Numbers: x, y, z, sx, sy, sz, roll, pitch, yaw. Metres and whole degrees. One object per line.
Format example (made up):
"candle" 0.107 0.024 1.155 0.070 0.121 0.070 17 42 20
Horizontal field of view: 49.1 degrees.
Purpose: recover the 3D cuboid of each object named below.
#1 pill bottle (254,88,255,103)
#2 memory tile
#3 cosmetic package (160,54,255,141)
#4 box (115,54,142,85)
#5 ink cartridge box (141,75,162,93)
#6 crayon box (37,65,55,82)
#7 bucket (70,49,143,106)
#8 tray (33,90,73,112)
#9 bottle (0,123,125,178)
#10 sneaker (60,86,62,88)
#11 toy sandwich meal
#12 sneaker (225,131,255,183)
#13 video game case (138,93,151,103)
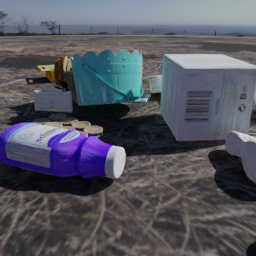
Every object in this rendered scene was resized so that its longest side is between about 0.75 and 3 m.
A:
"pill bottle" 6.227 -1.305 10.244 2.851 1.608 1.608 -6 23 -11
"memory tile" -2.152 0.066 8.783 2.443 0.205 1.872 18 28 37
"cosmetic package" 2.362 -1.103 8.972 2.193 2.207 2.637 -2 23 -5
"box" -0.759 -2.599 13.462 1.753 1.494 2.742 15 27 33
"ink cartridge box" 1.731 -1.969 12.590 2.155 0.727 1.255 -4 5 -9
"crayon box" -3.640 -3.172 15.903 2.659 0.686 1.672 -9 24 -22
"bucket" -0.738 -1.815 10.488 2.778 1.808 2.778 -4 7 1
"tray" -2.848 -0.997 10.525 1.512 0.812 0.168 3 20 8
"bottle" -1.551 0.556 6.596 2.965 0.968 1.239 9 24 20
"sneaker" -3.294 -2.226 14.016 0.303 0.403 0.809 -7 25 -19
"toy sandwich meal" -2.406 -2.024 11.637 0.689 2.013 2.013 -2 22 8
"sneaker" 3.219 0.659 6.707 0.991 0.842 2.239 10 21 -6
"video game case" 0.355 -1.356 12.276 1.135 0.133 1.032 6 23 15
